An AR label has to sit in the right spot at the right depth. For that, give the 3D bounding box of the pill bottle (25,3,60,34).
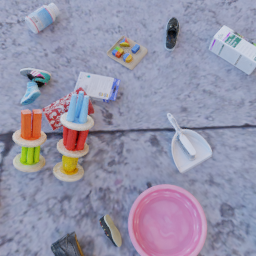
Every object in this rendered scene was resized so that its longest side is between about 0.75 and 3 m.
[{"bbox_3d":[-3.544,-4.613,11.685,1.353,0.736,0.736,-42,74,-16],"label":"pill bottle"}]

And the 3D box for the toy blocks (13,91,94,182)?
[{"bbox_3d":[-2.309,0.094,8.619,2.374,2.849,1.035,14,27,-2],"label":"toy blocks"}]

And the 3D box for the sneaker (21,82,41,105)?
[{"bbox_3d":[-3.611,-1.307,10.276,1.001,0.398,0.654,-28,69,27],"label":"sneaker"}]

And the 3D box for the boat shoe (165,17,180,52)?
[{"bbox_3d":[1.850,-3.960,11.556,0.579,0.478,1.687,8,68,3],"label":"boat shoe"}]

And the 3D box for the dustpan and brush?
[{"bbox_3d":[1.901,0.375,9.764,1.397,0.573,2.002,-28,71,-11],"label":"dustpan and brush"}]

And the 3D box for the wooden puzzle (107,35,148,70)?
[{"bbox_3d":[-0.030,-3.104,11.311,1.299,0.301,1.203,35,72,13],"label":"wooden puzzle"}]

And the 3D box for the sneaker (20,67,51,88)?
[{"bbox_3d":[-3.623,-1.866,10.730,1.208,0.505,0.729,8,59,2],"label":"sneaker"}]

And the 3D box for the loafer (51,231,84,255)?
[{"bbox_3d":[-1.296,4.098,8.164,0.828,0.834,2.291,-37,74,-18],"label":"loafer"}]

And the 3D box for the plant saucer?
[{"bbox_3d":[1.193,2.991,8.700,2.393,0.606,2.393,0,68,-1],"label":"plant saucer"}]

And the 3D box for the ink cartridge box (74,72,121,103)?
[{"bbox_3d":[-1.157,-1.534,10.665,1.630,0.342,0.972,11,68,7],"label":"ink cartridge box"}]

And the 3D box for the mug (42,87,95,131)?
[{"bbox_3d":[-2.115,-0.595,9.858,1.552,1.378,1.035,-30,90,-15],"label":"mug"}]

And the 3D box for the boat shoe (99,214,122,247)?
[{"bbox_3d":[-0.543,3.240,8.766,0.326,0.380,1.040,-35,80,25],"label":"boat shoe"}]

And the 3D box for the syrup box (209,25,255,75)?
[{"bbox_3d":[4.274,-3.074,11.031,1.978,0.806,0.779,38,72,13],"label":"syrup box"}]
